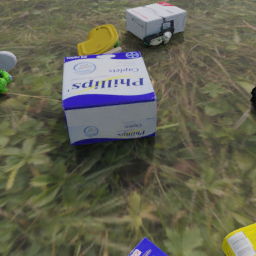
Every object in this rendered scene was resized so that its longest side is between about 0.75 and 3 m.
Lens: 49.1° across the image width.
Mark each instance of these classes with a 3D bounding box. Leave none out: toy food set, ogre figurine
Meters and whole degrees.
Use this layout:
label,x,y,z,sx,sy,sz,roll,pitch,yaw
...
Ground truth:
label,x,y,z,sx,sy,sz,roll,pitch,yaw
toy food set,-0.970,-2.867,10.584,1.642,0.912,2.791,-26,41,8
ogre figurine,-4.302,-1.415,9.052,0.803,0.657,1.339,13,31,31

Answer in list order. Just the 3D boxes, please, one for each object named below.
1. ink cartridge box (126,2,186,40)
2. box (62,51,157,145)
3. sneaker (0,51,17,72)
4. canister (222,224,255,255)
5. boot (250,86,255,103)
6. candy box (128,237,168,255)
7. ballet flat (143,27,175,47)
label,x,y,z,sx,sy,sz,roll,pitch,yaw
ink cartridge box,1.206,-4.792,12.514,2.216,0.924,1.609,-23,47,-23
box,-0.567,-0.949,8.002,2.363,1.348,2.570,-6,44,-6
sneaker,-5.259,-2.635,10.134,2.493,0.941,1.419,-6,45,-3
canister,2.611,2.541,4.562,1.419,0.827,1.911,-14,42,-8
boot,4.297,-0.714,8.320,1.211,0.550,1.441,13,37,9
candy box,0.418,2.613,4.795,1.104,0.425,0.933,33,53,29
ballet flat,1.377,-3.756,11.753,1.566,0.532,0.536,-25,57,-11
